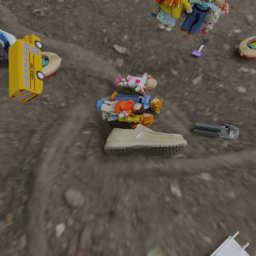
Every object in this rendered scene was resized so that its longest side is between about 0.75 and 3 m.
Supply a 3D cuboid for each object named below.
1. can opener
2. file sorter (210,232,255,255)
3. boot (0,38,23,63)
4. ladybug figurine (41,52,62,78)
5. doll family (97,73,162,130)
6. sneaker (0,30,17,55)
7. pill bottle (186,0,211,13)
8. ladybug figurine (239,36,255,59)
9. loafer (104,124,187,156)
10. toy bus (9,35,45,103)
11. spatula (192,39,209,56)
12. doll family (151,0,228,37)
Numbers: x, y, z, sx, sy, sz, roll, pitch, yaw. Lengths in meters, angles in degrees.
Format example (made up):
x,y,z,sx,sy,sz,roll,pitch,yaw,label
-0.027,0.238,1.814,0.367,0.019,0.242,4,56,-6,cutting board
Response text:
x,y,z,sx,sy,sz,roll,pitch,yaw,label
2.717,0.047,8.673,1.382,0.369,0.462,9,23,7,can opener
2.577,3.118,6.239,0.868,0.779,1.251,-34,62,-20,file sorter
-4.658,-2.546,10.088,2.083,0.828,2.393,-3,53,-1,boot
-3.156,-2.138,9.928,1.667,0.600,1.132,-17,59,-13,ladybug figurine
0.206,-0.729,8.854,1.618,1.175,2.606,9,38,14,doll family
-3.651,-2.681,8.753,0.544,0.471,1.256,-5,46,-49,sneaker
3.083,-5.440,12.151,0.682,0.682,1.177,35,63,22,pill bottle
4.718,-2.987,10.590,1.351,0.486,0.917,-25,59,-16,ladybug figurine
0.501,0.312,8.062,2.365,0.895,0.807,-1,66,0,loafer
-1.747,-1.057,4.792,0.398,0.479,1.223,-25,64,32,toy bus
2.879,-3.155,10.928,0.354,0.129,1.252,29,60,17,spatula
1.920,-3.729,8.716,2.603,1.616,1.173,16,52,-6,doll family
